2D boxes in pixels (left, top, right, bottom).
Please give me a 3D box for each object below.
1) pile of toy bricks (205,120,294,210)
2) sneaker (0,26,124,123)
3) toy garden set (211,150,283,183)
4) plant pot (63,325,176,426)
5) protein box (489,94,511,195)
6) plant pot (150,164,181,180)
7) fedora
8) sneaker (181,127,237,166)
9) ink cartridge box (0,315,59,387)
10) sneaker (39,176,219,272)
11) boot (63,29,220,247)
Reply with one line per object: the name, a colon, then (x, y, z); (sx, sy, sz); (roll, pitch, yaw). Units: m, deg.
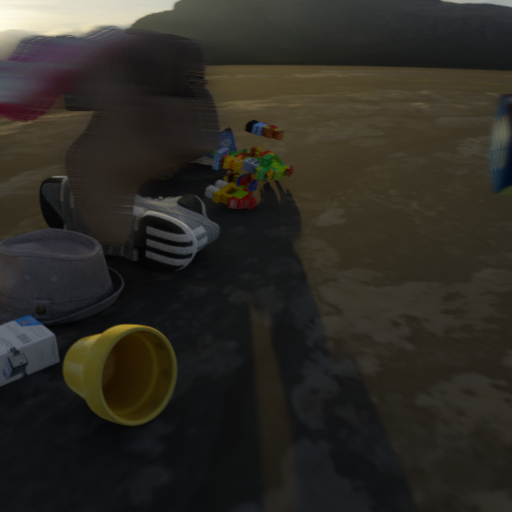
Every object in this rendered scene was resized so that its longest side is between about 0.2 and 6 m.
pile of toy bricks: (0.158, -2.191, 13.601); (1.465, 1.647, 2.968); (23, 33, 16)
sneaker: (-3.242, -3.190, 9.081); (2.372, 1.046, 0.965); (-26, -15, -2)
toy garden set: (-0.174, -2.352, 15.305); (1.946, 0.388, 1.622); (1, 32, -17)
plant pot: (-1.623, 1.300, 6.343); (1.005, 1.068, 1.068); (-2, 18, 40)
protein box: (4.633, -1.929, 9.700); (0.864, 1.271, 1.280); (3, 46, 14)
plant pot: (-2.978, -2.948, 15.073); (1.785, 2.057, 2.057); (28, 33, 19)
fedora: (-3.246, 0.218, 8.688); (2.269, 1.024, 2.007); (4, 24, 7)
sneaker: (-2.021, -3.491, 16.755); (3.006, 1.340, 1.181); (4, 24, 10)
ink cartridge box: (-3.176, 1.226, 7.101); (1.045, 0.449, 0.765); (-22, 31, -39)
sneaker: (-2.303, -0.758, 10.871); (3.550, 1.332, 2.050); (22, 26, 21)
boot: (-1.425, -1.412, 7.247); (2.041, 2.791, 0.980); (2, 25, 26)
